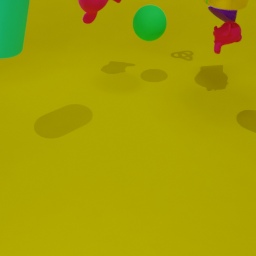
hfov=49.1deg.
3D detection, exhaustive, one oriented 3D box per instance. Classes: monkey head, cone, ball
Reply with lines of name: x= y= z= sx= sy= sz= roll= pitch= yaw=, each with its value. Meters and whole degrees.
monkey head: x=-0.870 y=-4.159 z=8.858 sx=1.370 sy=1.904 sz=1.147 roll=18 pitch=62 yaw=-12
cone: x=3.329 y=-4.066 z=9.023 sx=1.047 sy=1.051 sz=1.047 roll=31 pitch=18 yaw=-11
ball: x=0.696 y=-3.360 z=8.995 sx=1.103 sy=1.103 sz=1.103 roll=0 pitch=36 yaw=0
monkey head: x=2.964 y=-2.694 z=8.383 sx=0.773 sy=0.922 sz=1.282 roll=9 pitch=7 yaw=35

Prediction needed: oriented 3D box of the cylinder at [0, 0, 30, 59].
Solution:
cylinder: x=-2.558 y=-2.178 z=5.179 sx=1.316 sy=1.316 sz=1.316 roll=16 pitch=35 yaw=-11

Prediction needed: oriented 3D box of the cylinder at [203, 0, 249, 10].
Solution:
cylinder: x=2.724 y=-3.928 z=7.427 sx=1.196 sy=1.196 sz=1.196 roll=2 pitch=42 yaw=-2
